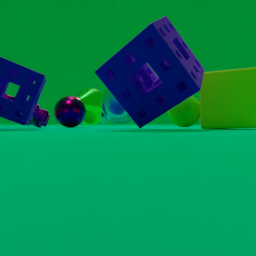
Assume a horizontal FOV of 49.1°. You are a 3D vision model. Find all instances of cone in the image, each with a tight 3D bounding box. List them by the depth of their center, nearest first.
[{"bbox_3d":[-1.613,-0.803,9.833,1.405,1.405,1.410,0,0,15],"label":"cone"}]

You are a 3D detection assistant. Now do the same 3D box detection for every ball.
[{"bbox_3d":[1.274,-0.384,6.298,0.744,0.744,0.744,0,1,0],"label":"ball"},{"bbox_3d":[-1.637,-0.459,7.940,0.902,0.902,0.902,0,1,0],"label":"ball"}]

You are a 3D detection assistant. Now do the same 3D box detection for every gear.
[{"bbox_3d":[-3.009,-0.469,7.453,1.765,0.326,1.765,13,-15,3],"label":"gear"}]

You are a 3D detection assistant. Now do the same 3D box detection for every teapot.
[{"bbox_3d":[-0.163,-0.640,7.768,1.887,1.173,0.924,-36,-14,16],"label":"teapot"}]

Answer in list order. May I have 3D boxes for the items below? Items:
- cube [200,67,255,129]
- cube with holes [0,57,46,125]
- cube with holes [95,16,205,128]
[{"bbox_3d":[2.256,-0.586,6.076,1.171,1.171,1.171,-1,1,25],"label":"cube"},{"bbox_3d":[-2.211,-0.696,5.304,0.968,0.968,0.968,22,-2,-15],"label":"cube with holes"},{"bbox_3d":[0.461,-1.044,5.114,1.272,1.272,1.272,-33,12,29],"label":"cube with holes"}]
